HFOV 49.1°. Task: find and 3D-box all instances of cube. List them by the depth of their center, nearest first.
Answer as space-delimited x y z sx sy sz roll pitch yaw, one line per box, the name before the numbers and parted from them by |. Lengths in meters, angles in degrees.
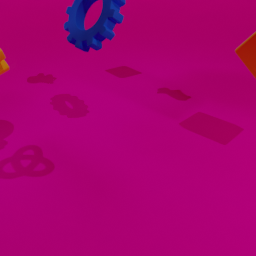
cube | 2.961 -1.520 5.357 1.040 1.040 1.040 -29 81 -34

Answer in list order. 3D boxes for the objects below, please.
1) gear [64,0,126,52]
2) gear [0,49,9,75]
gear | -0.764 -2.473 6.101 1.573 1.573 0.291 27 9 38
gear | -2.686 -1.681 4.587 0.342 1.848 1.848 -39 44 -19
